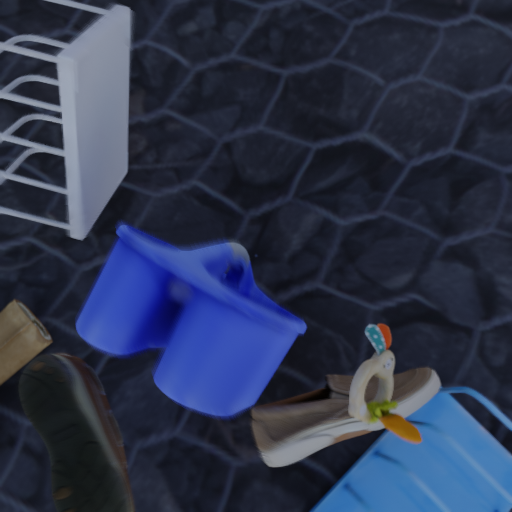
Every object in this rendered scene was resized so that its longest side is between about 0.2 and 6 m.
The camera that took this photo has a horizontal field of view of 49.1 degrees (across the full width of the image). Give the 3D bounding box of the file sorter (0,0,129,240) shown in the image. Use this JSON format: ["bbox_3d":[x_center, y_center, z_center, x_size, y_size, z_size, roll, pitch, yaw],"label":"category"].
[{"bbox_3d":[-3.100,-2.136,8.413,1.813,2.911,2.020,14,41,2],"label":"file sorter"}]

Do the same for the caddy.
[{"bbox_3d":[-0.694,0.678,7.727,2.570,3.635,1.908,30,89,14],"label":"caddy"}]

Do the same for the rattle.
[{"bbox_3d":[1.685,1.503,6.893,0.818,0.897,1.256,30,77,-25],"label":"rattle"}]

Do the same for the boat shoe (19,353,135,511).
[{"bbox_3d":[-2.035,2.357,6.984,0.951,0.928,2.513,-22,85,13],"label":"boat shoe"}]

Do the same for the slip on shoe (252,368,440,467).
[{"bbox_3d":[1.292,2.133,8.224,2.827,1.075,0.857,-22,86,1],"label":"slip on shoe"}]

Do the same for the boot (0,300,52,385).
[{"bbox_3d":[-4.068,1.960,8.854,2.001,0.662,1.753,-43,79,-11],"label":"boot"}]

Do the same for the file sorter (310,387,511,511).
[{"bbox_3d":[2.496,3.532,7.838,2.979,1.828,2.067,-43,79,-10],"label":"file sorter"}]
